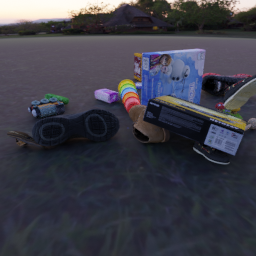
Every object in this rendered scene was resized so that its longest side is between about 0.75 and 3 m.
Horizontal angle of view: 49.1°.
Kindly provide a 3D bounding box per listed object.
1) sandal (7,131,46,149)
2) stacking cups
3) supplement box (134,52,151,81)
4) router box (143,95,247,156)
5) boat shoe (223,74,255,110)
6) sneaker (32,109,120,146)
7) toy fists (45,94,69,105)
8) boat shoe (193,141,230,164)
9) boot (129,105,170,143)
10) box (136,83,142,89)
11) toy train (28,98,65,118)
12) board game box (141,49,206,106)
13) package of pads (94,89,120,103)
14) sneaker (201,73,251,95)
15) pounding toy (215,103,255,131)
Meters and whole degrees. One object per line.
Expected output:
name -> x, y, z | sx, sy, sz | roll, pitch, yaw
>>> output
sandal -> -3.156, 0.418, 8.641 | 1.340, 0.366, 0.547 | 20, 9, 8
stacking cups -> 0.057, -1.301, 12.338 | 0.861, 0.861, 2.847 | -2, 28, -4
supplement box -> 1.277, -3.729, 16.942 | 1.571, 1.550, 1.043 | -8, 24, -19
router box -> 2.117, -0.227, 8.553 | 2.738, 0.715, 2.153 | 22, 18, 19
boat shoe -> 3.393, -1.189, 7.871 | 0.701, 0.601, 1.917 | 13, -25, -16
sneaker -> -1.666, -0.112, 9.077 | 2.830, 1.075, 1.284 | -3, 9, -23
toy fists -> -3.219, -1.266, 12.455 | 1.197, 0.412, 0.610 | 17, 3, 36
boat shoe -> 2.381, 0.648, 8.029 | 0.460, 0.394, 1.258 | -6, 25, -31
boot -> 0.439, -0.177, 9.472 | 0.868, 0.846, 2.299 | -13, 29, -21
box -> 0.672, -2.329, 15.398 | 0.497, 0.173, 0.835 | 0, 21, -1
toy train -> -3.245, -0.805, 11.297 | 1.415, 0.603, 0.807 | -16, 37, -34
board game box -> 1.690, -1.578, 10.508 | 2.537, 2.550, 0.553 | -13, 26, -29
package of pads -> -0.992, -1.521, 13.138 | 0.676, 0.424, 1.121 | -22, 31, -36
sneaker -> 4.878, -2.102, 13.762 | 2.877, 1.017, 1.405 | 8, 24, 24
pounding toy -> 3.746, -0.473, 10.168 | 1.308, 0.787, 1.695 | -14, 26, -30
